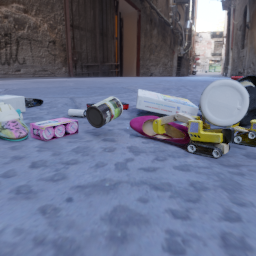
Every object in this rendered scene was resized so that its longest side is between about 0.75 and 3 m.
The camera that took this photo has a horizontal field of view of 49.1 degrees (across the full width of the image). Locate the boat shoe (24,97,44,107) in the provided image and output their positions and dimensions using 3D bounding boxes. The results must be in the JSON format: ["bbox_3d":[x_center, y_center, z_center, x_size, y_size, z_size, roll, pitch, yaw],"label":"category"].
[{"bbox_3d":[-5.137,-1.335,14.782,0.542,0.572,1.635,5,6,28],"label":"boat shoe"}]

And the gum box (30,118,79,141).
[{"bbox_3d":[-2.353,0.028,8.924,0.783,0.456,1.379,10,16,37],"label":"gum box"}]

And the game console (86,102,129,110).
[{"bbox_3d":[-1.066,-1.179,14.509,2.017,0.313,1.784,-3,14,-15],"label":"game console"}]

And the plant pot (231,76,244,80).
[{"bbox_3d":[6.058,-1.771,14.073,1.808,1.647,1.808,0,14,0],"label":"plant pot"}]

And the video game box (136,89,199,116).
[{"bbox_3d":[1.625,-1.100,12.551,2.508,0.644,2.753,10,13,0],"label":"video game box"}]

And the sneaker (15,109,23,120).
[{"bbox_3d":[-4.791,-0.495,10.816,1.592,0.634,0.617,2,13,10],"label":"sneaker"}]

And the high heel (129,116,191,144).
[{"bbox_3d":[0.881,0.043,8.270,2.071,0.698,0.994,19,5,21],"label":"high heel"}]

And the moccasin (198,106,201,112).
[{"bbox_3d":[3.277,-0.962,11.944,0.530,0.449,1.317,1,11,9],"label":"moccasin"}]

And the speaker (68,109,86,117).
[{"bbox_3d":[-2.205,-0.655,12.202,0.791,0.321,0.321,5,14,20],"label":"speaker"}]

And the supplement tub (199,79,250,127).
[{"bbox_3d":[2.611,-0.692,7.747,1.217,1.217,1.986,4,6,15],"label":"supplement tub"}]

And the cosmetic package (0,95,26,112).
[{"bbox_3d":[-5.724,-1.078,13.043,1.257,0.775,1.261,6,16,26],"label":"cosmetic package"}]

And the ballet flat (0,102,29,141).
[{"bbox_3d":[-4.083,-0.327,9.243,0.979,1.008,2.832,-12,18,-34],"label":"ballet flat"}]

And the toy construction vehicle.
[{"bbox_3d":[2.379,-0.005,7.960,2.685,0.946,2.338,11,17,39],"label":"toy construction vehicle"}]

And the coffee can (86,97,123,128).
[{"bbox_3d":[-0.731,-0.511,8.847,0.723,0.723,0.988,9,28,35],"label":"coffee can"}]

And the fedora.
[{"bbox_3d":[4.215,-0.801,10.192,2.344,2.344,1.071,-9,46,-34],"label":"fedora"}]
